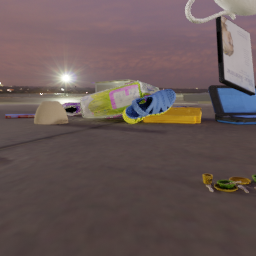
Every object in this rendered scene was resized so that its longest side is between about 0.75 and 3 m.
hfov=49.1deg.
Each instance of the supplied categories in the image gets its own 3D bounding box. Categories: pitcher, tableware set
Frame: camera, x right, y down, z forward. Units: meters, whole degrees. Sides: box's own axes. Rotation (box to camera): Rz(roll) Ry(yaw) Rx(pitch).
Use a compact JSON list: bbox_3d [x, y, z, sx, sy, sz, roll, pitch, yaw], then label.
[{"bbox_3d":[2.417,-3.215,6.781,1.905,1.635,1.155,12,17,-10],"label":"pitcher"},{"bbox_3d":[1.207,0.569,3.052,0.760,0.117,0.512,0,6,4],"label":"tableware set"}]

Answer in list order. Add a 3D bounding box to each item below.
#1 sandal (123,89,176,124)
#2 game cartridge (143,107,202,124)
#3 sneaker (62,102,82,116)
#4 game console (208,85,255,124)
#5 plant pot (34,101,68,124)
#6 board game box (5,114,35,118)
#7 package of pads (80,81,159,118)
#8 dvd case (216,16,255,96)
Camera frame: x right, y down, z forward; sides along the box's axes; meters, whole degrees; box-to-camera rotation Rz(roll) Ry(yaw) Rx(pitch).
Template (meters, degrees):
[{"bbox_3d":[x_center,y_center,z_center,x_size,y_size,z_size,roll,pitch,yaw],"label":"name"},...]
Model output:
[{"bbox_3d":[0.857,-0.875,10.245,2.162,0.859,0.941,-27,-17,-16],"label":"sandal"},{"bbox_3d":[1.926,-0.537,11.640,2.181,0.401,2.474,2,13,16],"label":"game cartridge"},{"bbox_3d":[-2.383,-1.044,15.230,2.466,0.894,1.406,-10,13,-10],"label":"sneaker"},{"bbox_3d":[4.779,-0.984,11.016,2.570,1.521,2.194,-2,6,-12],"label":"game console"},{"bbox_3d":[-2.930,-0.610,10.670,1.260,0.846,1.260,0,7,0],"label":"plant pot"},{"bbox_3d":[-5.182,-0.592,13.743,1.535,0.149,0.790,-3,8,-23],"label":"board game box"},{"bbox_3d":[-0.308,-1.112,12.030,2.946,1.005,2.276,-13,-3,25],"label":"package of pads"},{"bbox_3d":[3.795,-2.545,9.871,1.829,2.563,0.225,13,-19,-34],"label":"dvd case"}]
